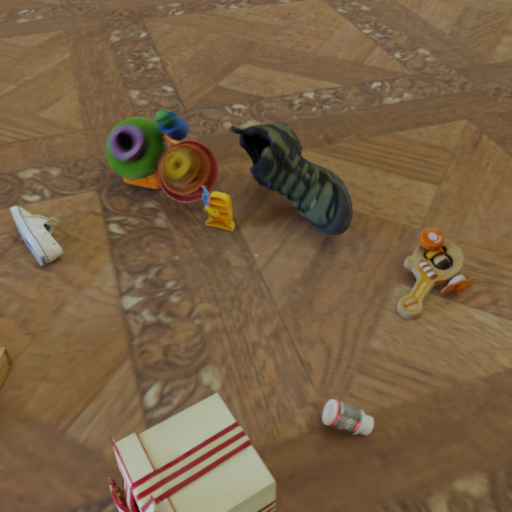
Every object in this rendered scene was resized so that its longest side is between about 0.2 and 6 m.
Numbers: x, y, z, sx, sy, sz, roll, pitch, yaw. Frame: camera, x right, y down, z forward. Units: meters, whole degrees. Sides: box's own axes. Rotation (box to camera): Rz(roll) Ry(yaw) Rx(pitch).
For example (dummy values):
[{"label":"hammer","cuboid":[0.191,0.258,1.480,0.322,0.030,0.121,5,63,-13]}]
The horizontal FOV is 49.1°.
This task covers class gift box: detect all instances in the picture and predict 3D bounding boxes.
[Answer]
[{"label":"gift box","cuboid":[-0.797,2.607,6.389,1.544,1.654,1.526,-25,44,-21]}]

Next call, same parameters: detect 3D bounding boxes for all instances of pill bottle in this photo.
[{"label":"pill bottle","cuboid":[1.249,2.206,7.581,0.633,0.351,0.351,22,43,-12]}]

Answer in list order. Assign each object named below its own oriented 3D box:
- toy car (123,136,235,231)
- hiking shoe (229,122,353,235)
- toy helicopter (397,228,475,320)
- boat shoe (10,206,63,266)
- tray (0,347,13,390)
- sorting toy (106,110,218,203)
[{"label":"toy car","cuboid":[-1.371,-1.779,11.289,3.098,1.031,1.520,25,50,25]},{"label":"hiking shoe","cuboid":[0.575,-1.398,10.426,1.430,1.076,2.840,-11,52,-43]},{"label":"toy helicopter","cuboid":[2.974,0.433,9.448,1.143,0.682,1.729,32,63,17]},{"label":"boat shoe","cuboid":[-3.960,-0.481,10.295,0.648,0.561,1.520,-28,53,-25]},{"label":"tray","cuboid":[-4.951,1.844,7.994,2.465,0.456,1.216,4,44,3]},{"label":"sorting toy","cuboid":[-1.873,-2.023,10.599,2.499,1.026,1.502,24,91,12]}]
